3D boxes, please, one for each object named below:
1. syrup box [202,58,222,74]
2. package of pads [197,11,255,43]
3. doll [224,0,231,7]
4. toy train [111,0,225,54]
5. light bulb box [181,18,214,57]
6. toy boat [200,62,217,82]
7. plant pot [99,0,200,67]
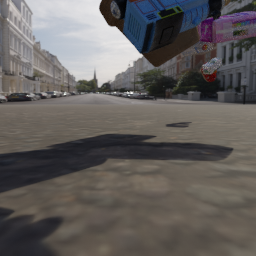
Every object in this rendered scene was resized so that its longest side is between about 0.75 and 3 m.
[{"bbox_3d":[3.219,-2.366,10.669,0.831,0.338,0.327,-37,35,-28],"label":"syrup box"},{"bbox_3d":[3.036,-2.949,8.178,1.767,0.669,1.065,-14,24,-11],"label":"package of pads"},{"bbox_3d":[2.776,-2.880,5.235,2.136,0.518,1.457,-12,36,9],"label":"doll"},{"bbox_3d":[0.622,-1.771,4.030,1.716,0.980,0.744,-26,-19,-20],"label":"toy train"},{"bbox_3d":[2.158,-2.943,8.966,1.004,0.995,0.627,-15,35,-3],"label":"light bulb box"},{"bbox_3d":[3.281,-2.216,11.112,0.533,0.815,0.532,9,55,54],"label":"toy boat"},{"bbox_3d":[0.687,-2.450,6.285,2.089,1.822,2.089,-32,7,4],"label":"plant pot"}]
